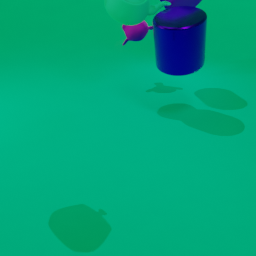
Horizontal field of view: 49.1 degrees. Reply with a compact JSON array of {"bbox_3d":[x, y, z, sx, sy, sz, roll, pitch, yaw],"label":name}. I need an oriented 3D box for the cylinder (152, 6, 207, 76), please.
[{"bbox_3d":[1.316,-2.215,7.143,1.296,1.296,1.296,-6,43,5],"label":"cylinder"}]

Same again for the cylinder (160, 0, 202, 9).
[{"bbox_3d":[1.404,-4.127,7.964,1.308,1.308,1.308,-22,76,-32],"label":"cylinder"}]

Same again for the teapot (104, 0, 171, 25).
[{"bbox_3d":[0.092,-3.313,7.212,1.969,0.964,1.224,14,68,-12],"label":"teapot"}]

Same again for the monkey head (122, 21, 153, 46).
[{"bbox_3d":[0.268,-3.271,9.431,1.289,0.777,0.927,-28,2,1],"label":"monkey head"}]
